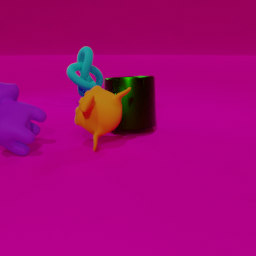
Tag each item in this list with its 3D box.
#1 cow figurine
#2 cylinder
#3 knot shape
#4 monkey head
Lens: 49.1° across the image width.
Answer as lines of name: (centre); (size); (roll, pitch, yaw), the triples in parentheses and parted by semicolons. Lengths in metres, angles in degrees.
cow figurine: (-2.380, -0.273, 5.462); (1.448, 0.807, 1.471); (27, 34, -14)
cylinder: (0.059, -0.625, 6.830); (1.229, 1.229, 1.229); (-3, 9, 0)
knot shape: (-1.494, -1.861, 10.306); (0.866, 1.754, 1.874); (-6, 55, 12)
monkey head: (-0.530, -0.306, 5.348); (0.872, 1.447, 1.041); (30, -3, -6)
